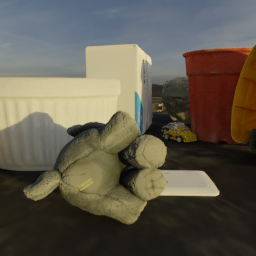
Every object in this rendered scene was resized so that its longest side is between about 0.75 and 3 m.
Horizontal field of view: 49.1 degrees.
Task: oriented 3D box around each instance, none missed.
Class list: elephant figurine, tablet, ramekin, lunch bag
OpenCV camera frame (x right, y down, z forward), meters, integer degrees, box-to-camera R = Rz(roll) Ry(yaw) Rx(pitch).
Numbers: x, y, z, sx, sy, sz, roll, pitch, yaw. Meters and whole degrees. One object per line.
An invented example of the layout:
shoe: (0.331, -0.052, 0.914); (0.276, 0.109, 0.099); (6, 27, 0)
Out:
elephant figurine: (-0.228, 0.376, 3.153); (1.193, 1.088, 1.538); (34, -3, -11)
tablet: (0.414, 0.687, 3.649); (1.323, 0.090, 0.861); (0, 9, 2)
ramekin: (-1.447, -0.186, 5.070); (2.647, 1.389, 2.647); (0, 9, 0)
lunch bag: (2.613, -0.939, 9.028); (2.400, 1.721, 2.926); (4, 5, 26)

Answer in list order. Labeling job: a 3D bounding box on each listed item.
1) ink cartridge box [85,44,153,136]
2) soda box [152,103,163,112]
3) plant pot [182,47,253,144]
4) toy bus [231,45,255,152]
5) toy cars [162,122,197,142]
ink cartridge box: (-0.089, -0.950, 7.550); (1.238, 2.144, 2.937); (0, 8, 10)
soda box: (1.066, -1.018, 13.875); (1.302, 0.412, 0.461); (2, 9, 12)
plant pot: (2.308, -0.736, 6.615); (2.074, 2.017, 2.074); (0, 8, 0)
toy bus: (3.714, -0.207, 4.547); (2.833, 2.003, 2.951); (14, 1, -37)
toy cars: (1.247, 0.032, 7.010); (0.767, 0.379, 1.712); (1, 9, 5)
